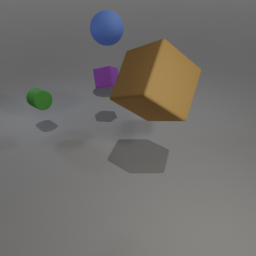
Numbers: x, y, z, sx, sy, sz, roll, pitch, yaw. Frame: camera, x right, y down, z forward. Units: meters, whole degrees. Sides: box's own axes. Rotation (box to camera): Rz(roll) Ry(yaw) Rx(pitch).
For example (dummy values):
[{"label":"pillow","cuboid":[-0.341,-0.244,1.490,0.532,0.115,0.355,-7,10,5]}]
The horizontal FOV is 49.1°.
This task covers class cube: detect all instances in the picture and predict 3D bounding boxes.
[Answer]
[{"label":"cube","cuboid":[-0.787,-1.865,10.354,0.700,0.700,0.700,-6,4,22]},{"label":"cube","cuboid":[0.662,-1.063,6.819,1.400,1.400,1.400,27,-15,-34]}]

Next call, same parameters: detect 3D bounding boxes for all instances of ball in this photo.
[{"label":"ball","cuboid":[-0.875,-4.153,11.666,1.400,1.400,1.400,0,29,0]}]

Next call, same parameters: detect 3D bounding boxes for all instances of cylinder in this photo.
[{"label":"cylinder","cuboid":[-3.209,-1.051,10.135,0.700,0.700,0.700,-23,30,-35]}]
